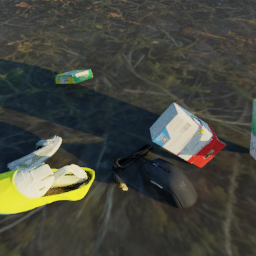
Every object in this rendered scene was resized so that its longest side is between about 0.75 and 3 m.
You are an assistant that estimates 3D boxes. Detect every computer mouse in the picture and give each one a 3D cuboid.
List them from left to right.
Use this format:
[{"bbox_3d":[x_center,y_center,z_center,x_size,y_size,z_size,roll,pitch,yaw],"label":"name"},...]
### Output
[{"bbox_3d":[0.547,1.153,6.618,1.473,0.483,2.098,-23,47,-24],"label":"computer mouse"}]

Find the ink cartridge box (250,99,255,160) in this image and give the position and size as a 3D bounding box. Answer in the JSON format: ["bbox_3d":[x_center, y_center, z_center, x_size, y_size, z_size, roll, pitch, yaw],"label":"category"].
[{"bbox_3d":[3.311,0.214,6.406,0.465,1.495,1.857,0,15,8],"label":"ink cartridge box"}]

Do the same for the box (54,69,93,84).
[{"bbox_3d":[-1.887,-1.732,9.440,0.782,0.322,1.333,-27,22,-38],"label":"box"}]

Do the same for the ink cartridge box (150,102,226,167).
[{"bbox_3d":[1.456,0.211,6.833,1.618,0.940,0.544,30,27,-23],"label":"ink cartridge box"}]

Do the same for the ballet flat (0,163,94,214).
[{"bbox_3d":[-1.579,1.048,5.487,2.532,0.849,0.846,12,40,-57],"label":"ballet flat"}]

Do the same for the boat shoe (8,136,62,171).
[{"bbox_3d":[-2.258,0.625,6.976,0.578,0.503,1.568,-21,20,44],"label":"boat shoe"}]
